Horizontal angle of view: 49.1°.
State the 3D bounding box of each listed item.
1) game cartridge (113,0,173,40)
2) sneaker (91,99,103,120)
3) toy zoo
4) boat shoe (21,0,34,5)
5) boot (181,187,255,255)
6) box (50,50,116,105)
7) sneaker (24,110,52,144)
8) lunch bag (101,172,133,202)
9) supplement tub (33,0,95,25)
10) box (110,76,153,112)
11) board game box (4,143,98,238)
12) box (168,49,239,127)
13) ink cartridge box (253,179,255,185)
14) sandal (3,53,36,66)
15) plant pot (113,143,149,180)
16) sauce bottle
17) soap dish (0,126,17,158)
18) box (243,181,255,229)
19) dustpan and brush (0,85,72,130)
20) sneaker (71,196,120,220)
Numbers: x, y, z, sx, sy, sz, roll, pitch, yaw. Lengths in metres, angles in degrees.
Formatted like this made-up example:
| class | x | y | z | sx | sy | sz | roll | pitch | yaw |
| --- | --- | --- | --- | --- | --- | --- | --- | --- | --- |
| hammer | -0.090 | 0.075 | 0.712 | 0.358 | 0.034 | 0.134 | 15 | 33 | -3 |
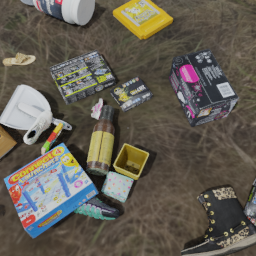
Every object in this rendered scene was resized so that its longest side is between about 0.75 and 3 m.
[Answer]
| class | x | y | z | sx | sy | sz | roll | pitch | yaw |
| --- | --- | --- | --- | --- | --- | --- | --- | --- | --- |
| game cartridge | 0.773 | -5.828 | 14.652 | 2.136 | 0.393 | 2.423 | -37 | 67 | -17 |
| sneaker | -1.323 | -0.847 | 11.999 | 0.441 | 0.406 | 0.999 | 11 | 62 | 3 |
| toy zoo | -2.929 | 0.358 | 11.040 | 0.151 | 0.966 | 1.472 | 32 | 66 | -5 |
| boat shoe | -4.582 | -7.578 | 15.277 | 2.860 | 1.000 | 0.947 | -26 | 58 | -14 |
| boot | 2.847 | 3.262 | 9.509 | 2.685 | 0.982 | 2.021 | -16 | 59 | 0 |
| box | -2.068 | -2.343 | 12.718 | 2.424 | 0.537 | 1.942 | -25 | 65 | -13 |
| sneaker | -3.477 | -0.040 | 10.993 | 0.587 | 0.686 | 1.575 | 33 | 74 | -13 |
| lunch bag | -0.407 | 2.141 | 10.308 | 0.996 | 0.607 | 0.849 | 21 | 65 | 4 |
| supplement tub | -3.231 | -6.443 | 14.127 | 2.664 | 1.869 | 1.869 | 25 | 65 | 13 |
| box | 0.142 | -1.502 | 12.370 | 1.483 | 0.364 | 1.195 | -28 | 69 | -14 |
| board game box | -2.745 | 2.038 | 9.832 | 2.516 | 0.703 | 2.463 | -33 | 46 | -16 |
| box | 3.067 | -1.693 | 11.807 | 1.780 | 1.546 | 2.695 | -16 | 64 | -10 |
| ink cartridge box | 5.357 | 1.788 | 10.363 | 0.874 | 0.505 | 1.202 | 30 | 84 | 15 |
| sandal | -5.194 | -3.303 | 13.248 | 1.508 | 0.496 | 0.553 | -10 | 63 | -5 |
| plant pot | 0.116 | 1.364 | 10.473 | 1.005 | 1.028 | 0.999 | 23 | 64 | 11 |
| sauce bottle | -0.978 | 0.429 | 11.045 | 0.913 | 0.913 | 2.821 | 7 | 62 | 4 |
| soap dish | -5.966 | 0.709 | 10.826 | 1.967 | 1.016 | 2.500 | 40 | 70 | 19 |
| box | 4.936 | 2.772 | 9.771 | 1.410 | 0.390 | 1.760 | 24 | 85 | 13 |
| dustpan and brush | -3.613 | -0.512 | 11.566 | 2.686 | 0.769 | 1.875 | 28 | 70 | -19 |
| sneaker | -1.368 | 2.559 | 9.971 | 2.309 | 0.859 | 1.011 | 10 | 58 | 6 |
